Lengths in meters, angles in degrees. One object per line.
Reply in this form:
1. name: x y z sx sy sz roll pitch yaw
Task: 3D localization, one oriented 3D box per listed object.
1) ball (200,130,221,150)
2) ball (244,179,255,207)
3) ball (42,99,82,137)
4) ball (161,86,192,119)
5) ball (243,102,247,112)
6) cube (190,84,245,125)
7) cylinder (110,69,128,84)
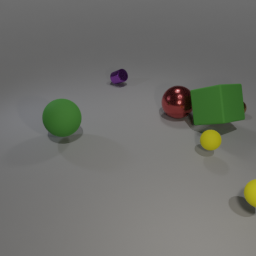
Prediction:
1. ball: 2.796 0.410 9.479 0.700 0.700 0.700 0 31 0
2. ball: 3.236 1.615 6.909 0.700 0.700 0.700 0 31 0
3. ball: -2.405 -0.374 10.240 1.400 1.400 1.400 0 31 0
4. ball: 2.121 -1.094 11.889 1.400 1.400 1.400 0 31 0
5. ball: 4.790 -0.868 12.193 0.700 0.700 0.700 0 31 0
6. cube: 3.459 -0.899 10.832 1.400 1.400 1.400 -8 3 -37
7. cylinder: -0.478 -2.748 14.992 0.700 0.700 0.700 -30 14 -40
